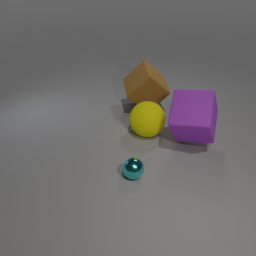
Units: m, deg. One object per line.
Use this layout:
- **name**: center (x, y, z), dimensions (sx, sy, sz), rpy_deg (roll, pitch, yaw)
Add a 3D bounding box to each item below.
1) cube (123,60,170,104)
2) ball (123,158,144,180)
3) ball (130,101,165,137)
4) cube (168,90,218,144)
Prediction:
- **cube**: center (0.818, -1.866, 12.558), dimensions (1.400, 1.400, 1.400), rpy_deg (32, 31, -33)
- **ball**: center (0.175, 1.302, 9.007), dimensions (0.700, 0.700, 0.700), rpy_deg (0, 31, 0)
- **ball**: center (0.765, -0.348, 11.029), dimensions (1.400, 1.400, 1.400), rpy_deg (0, 31, 0)
- **cube**: center (2.322, -0.396, 9.844), dimensions (1.400, 1.400, 1.400), rpy_deg (4, 66, 24)
